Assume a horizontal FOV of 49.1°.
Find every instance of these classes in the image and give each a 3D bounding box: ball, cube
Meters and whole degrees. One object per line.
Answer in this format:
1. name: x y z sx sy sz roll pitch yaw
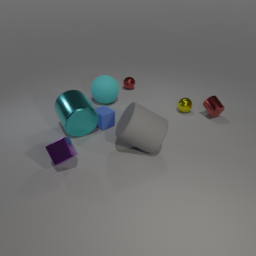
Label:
1. ball: 0.074 -2.536 15.786 0.700 0.700 0.700 0 29 0
2. cube: -1.035 -0.445 11.925 0.700 0.700 0.700 -25 42 -37
3. cube: -2.171 0.756 9.217 0.700 0.700 0.700 -28 -2 0
4. ball: 2.682 -1.081 13.157 0.700 0.700 0.700 0 29 0
5. ball: -1.156 -1.926 14.001 1.400 1.400 1.400 0 29 0

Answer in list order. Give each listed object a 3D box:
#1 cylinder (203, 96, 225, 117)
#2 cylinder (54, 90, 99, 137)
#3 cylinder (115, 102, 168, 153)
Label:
1. cylinder: 3.848 -0.975 12.576 0.700 0.700 0.700 -14 60 -23
2. cylinder: -2.089 -0.603 11.291 1.400 1.400 1.400 -15 45 -25
3. cylinder: 0.483 -0.009 10.003 1.400 1.400 1.400 27 24 -16
